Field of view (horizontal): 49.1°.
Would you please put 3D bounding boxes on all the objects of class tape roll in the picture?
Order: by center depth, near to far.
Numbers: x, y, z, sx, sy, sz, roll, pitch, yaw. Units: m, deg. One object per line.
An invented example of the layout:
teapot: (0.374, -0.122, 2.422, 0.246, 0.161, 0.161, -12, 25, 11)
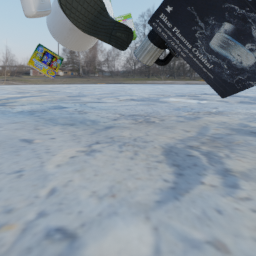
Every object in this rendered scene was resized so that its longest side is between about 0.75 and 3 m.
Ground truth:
tape roll: (-1.587, -3.663, 9.205, 1.887, 1.887, 1.296, -8, -9, -34)

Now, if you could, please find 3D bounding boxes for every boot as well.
boot: (-1.170, -2.869, 7.216, 1.728, 0.896, 2.646, 32, 6, 34)

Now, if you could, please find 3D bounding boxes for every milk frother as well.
milk frother: (1.051, -2.738, 9.938, 1.374, 1.432, 1.522, 37, 36, -6)

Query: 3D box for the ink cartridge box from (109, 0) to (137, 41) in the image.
ink cartridge box: (-0.223, -4.385, 11.143, 0.696, 1.837, 1.358, -14, 13, 1)

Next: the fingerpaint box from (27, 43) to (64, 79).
fingerpaint box: (-2.996, -2.424, 10.206, 1.027, 0.857, 0.377, 30, -11, -27)

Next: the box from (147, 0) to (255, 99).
box: (2.362, -2.459, 6.071, 1.691, 2.833, 2.881, -50, 8, -19)

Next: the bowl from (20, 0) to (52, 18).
bowl: (-2.102, -2.990, 6.514, 0.296, 0.793, 0.792, 7, 27, 29)
